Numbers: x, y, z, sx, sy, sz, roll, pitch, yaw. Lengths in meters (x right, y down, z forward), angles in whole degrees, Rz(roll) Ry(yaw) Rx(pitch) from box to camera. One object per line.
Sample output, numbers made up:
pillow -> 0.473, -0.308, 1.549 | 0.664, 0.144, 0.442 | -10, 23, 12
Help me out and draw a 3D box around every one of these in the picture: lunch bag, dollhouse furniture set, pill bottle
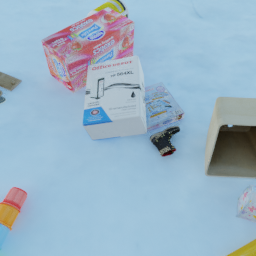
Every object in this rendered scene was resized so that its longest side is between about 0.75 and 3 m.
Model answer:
lunch bag -> 3.192, 1.774, 6.578 | 0.953, 1.124, 0.715 | 15, 54, 12
dollhouse furniture set -> -4.606, -1.797, 9.127 | 1.198, 1.470, 1.398 | 23, 58, 16
pill bottle -> -0.951, -4.366, 11.321 | 1.104, 1.104, 1.933 | 32, 58, 23

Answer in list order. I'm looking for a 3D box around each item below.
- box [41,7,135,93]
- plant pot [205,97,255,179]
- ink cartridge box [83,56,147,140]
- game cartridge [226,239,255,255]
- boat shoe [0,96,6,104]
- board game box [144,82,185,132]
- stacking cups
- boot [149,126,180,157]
box -> -1.284, -2.780, 9.855 | 2.980, 1.529, 1.411 | -37, 61, -27
plant pot -> 3.021, 0.125, 7.553 | 1.842, 1.840, 1.631 | 2, 40, 1
ink cartridge box -> -0.372, -0.923, 8.442 | 1.687, 0.974, 2.312 | -9, 57, 11
game cartridge -> 3.079, 3.272, 5.965 | 1.494, 0.275, 1.695 | -21, 56, -16
boat shoe -> -4.486, -0.970, 9.235 | 0.872, 0.269, 0.317 | 2, 52, 1
board game box -> 0.754, -0.684, 8.979 | 1.550, 0.319, 1.546 | -18, 55, -14
stacking cups -> -3.087, 2.457, 6.432 | 0.693, 0.693, 2.291 | 11, 49, 9
boot -> 1.196, 0.381, 8.138 | 0.968, 0.354, 0.729 | -20, 54, -10
